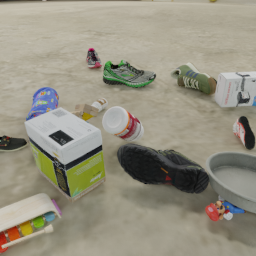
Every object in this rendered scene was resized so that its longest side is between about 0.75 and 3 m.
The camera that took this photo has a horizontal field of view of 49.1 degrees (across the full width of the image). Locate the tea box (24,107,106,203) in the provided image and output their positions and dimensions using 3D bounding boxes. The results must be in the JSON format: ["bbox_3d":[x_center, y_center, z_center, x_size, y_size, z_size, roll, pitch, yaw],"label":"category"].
[{"bbox_3d":[-1.748,0.705,7.952,1.265,1.863,1.894,-28,42,-35],"label":"tea box"}]

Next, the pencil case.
[{"bbox_3d":[-3.392,-0.757,11.215,1.129,1.014,2.599,1,30,-12],"label":"pencil case"}]

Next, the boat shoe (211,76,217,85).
[{"bbox_3d":[4.540,-2.170,14.229,0.400,0.467,1.276,-45,49,10],"label":"boat shoe"}]

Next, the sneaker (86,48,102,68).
[{"bbox_3d":[-2.175,-4.291,17.316,0.884,0.818,2.192,-10,33,-16],"label":"sneaker"}]

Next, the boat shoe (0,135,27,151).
[{"bbox_3d":[-4.265,0.508,9.706,1.441,0.452,0.527,-3,31,-7],"label":"boat shoe"}]

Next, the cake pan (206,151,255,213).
[{"bbox_3d":[3.411,1.461,7.690,2.616,0.480,2.616,6,23,-3],"label":"cake pan"}]

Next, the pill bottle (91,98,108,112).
[{"bbox_3d":[-1.280,-0.952,12.103,0.463,0.463,0.810,18,36,28],"label":"pill bottle"}]

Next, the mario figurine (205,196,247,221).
[{"bbox_3d":[2.469,1.968,7.050,1.134,0.601,0.700,-6,-14,-23],"label":"mario figurine"}]

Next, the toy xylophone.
[{"bbox_3d":[-2.531,2.280,6.699,1.903,0.478,1.393,-13,33,-21],"label":"toy xylophone"}]

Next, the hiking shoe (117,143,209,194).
[{"bbox_3d":[0.983,1.108,8.219,2.660,1.007,1.339,20,11,7],"label":"hiking shoe"}]

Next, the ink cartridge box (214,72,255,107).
[{"bbox_3d":[4.991,-1.719,12.478,1.896,1.375,0.794,-3,31,-6],"label":"ink cartridge box"}]

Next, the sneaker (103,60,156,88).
[{"bbox_3d":[0.041,-2.839,14.511,2.865,1.221,1.118,7,32,10],"label":"sneaker"}]

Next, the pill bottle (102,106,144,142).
[{"bbox_3d":[-0.095,-0.063,9.506,0.922,0.922,1.632,20,-6,30],"label":"pill bottle"}]

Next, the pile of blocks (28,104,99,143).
[{"bbox_3d":[-2.355,-0.033,10.152,2.879,1.182,0.895,-26,17,-37],"label":"pile of blocks"}]

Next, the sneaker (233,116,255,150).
[{"bbox_3d":[4.176,0.259,10.124,0.423,0.680,1.268,-4,67,-6],"label":"sneaker"}]

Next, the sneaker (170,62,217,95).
[{"bbox_3d":[3.147,-2.344,14.094,1.322,0.987,2.945,-19,37,-7],"label":"sneaker"}]
